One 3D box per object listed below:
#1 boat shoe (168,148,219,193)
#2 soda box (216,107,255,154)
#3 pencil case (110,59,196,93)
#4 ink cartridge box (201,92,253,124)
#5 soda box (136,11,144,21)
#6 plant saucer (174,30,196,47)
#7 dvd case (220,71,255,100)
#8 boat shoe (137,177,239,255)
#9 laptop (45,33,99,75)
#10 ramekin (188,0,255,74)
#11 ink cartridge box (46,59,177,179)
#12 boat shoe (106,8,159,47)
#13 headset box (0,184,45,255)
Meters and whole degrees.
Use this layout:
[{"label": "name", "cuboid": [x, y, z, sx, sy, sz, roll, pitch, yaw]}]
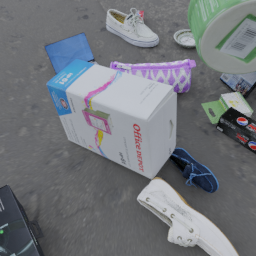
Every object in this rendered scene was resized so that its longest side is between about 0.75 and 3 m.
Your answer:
[{"label": "boat shoe", "cuboid": [1.601, 1.157, 7.277, 0.546, 0.669, 1.590, -11, 33, -33]}, {"label": "soda box", "cuboid": [3.509, 0.159, 8.112, 0.634, 0.568, 1.793, -37, 60, -27]}, {"label": "pencil case", "cuboid": [0.743, -1.745, 9.359, 2.785, 1.191, 1.169, -3, 51, -3]}, {"label": "ink cartridge box", "cuboid": [3.171, -0.664, 9.021, 1.310, 0.314, 0.953, -9, 51, -10]}, {"label": "soda box", "cuboid": [0.506, -4.894, 12.615, 0.323, 0.357, 1.019, 6, 49, 5]}, {"label": "plant saucer", "cuboid": [2.480, -3.626, 11.558, 1.208, 0.303, 1.208, 0, 49, 1]}, {"label": "dvd case", "cuboid": [3.973, -2.019, 9.250, 0.159, 1.814, 1.294, 3, 39, -37]}, {"label": "boat shoe", "cuboid": [1.226, 2.220, 6.206, 0.878, 0.897, 2.533, -38, 55, -20]}, {"label": "laptop", "cuboid": [-1.790, -2.361, 10.015, 1.613, 0.998, 1.722, -28, 55, -22]}, {"label": "ramekin", "cuboid": [2.874, -2.571, 6.952, 2.663, 2.663, 1.301, 2, 58, 2]}, {"label": "ink cartridge box", "cuboid": [-0.355, -0.268, 7.196, 2.984, 2.157, 1.263, 20, 52, 27]}, {"label": "boat shoe", "cuboid": [0.161, -4.332, 11.606, 2.685, 1.145, 0.992, 36, 58, 27]}, {"label": "headset box", "cuboid": [-2.919, 2.608, 5.660, 2.364, 1.097, 2.058, -28, 54, -22]}]
